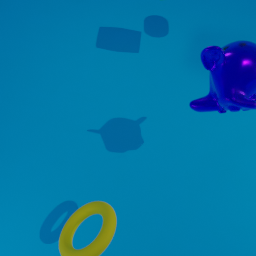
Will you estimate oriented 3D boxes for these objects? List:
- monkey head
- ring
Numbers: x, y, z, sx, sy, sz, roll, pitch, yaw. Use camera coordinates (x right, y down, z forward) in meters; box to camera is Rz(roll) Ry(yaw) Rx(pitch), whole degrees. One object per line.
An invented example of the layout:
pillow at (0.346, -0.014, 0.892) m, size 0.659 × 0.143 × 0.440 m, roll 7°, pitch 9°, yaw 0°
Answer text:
monkey head at (1.535, -0.760, 4.356) m, size 1.737 × 1.250 × 1.047 m, roll -7°, pitch 91°, yaw -46°
ring at (-0.724, 1.829, 4.985) m, size 1.186 × 0.237 × 1.186 m, roll -26°, pitch 31°, yaw 17°
